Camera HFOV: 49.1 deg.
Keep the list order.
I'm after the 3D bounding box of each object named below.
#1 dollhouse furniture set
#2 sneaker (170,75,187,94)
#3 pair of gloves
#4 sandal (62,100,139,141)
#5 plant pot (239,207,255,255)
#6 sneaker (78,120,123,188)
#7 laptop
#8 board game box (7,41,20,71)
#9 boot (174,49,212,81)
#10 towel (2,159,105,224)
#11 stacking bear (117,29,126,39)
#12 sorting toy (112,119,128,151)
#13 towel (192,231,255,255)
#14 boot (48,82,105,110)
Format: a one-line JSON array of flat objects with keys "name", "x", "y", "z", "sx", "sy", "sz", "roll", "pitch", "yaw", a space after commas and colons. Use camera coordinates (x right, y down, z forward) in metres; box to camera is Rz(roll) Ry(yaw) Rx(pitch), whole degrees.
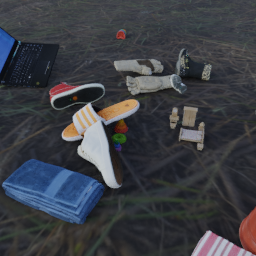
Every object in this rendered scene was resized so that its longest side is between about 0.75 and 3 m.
[{"name": "dollhouse furniture set", "x": 1.712, "y": -0.041, "z": 8.218, "sx": 1.076, "sy": 0.616, "sz": 1.261, "roll": 8, "pitch": 37, "yaw": 11}, {"name": "sneaker", "x": 1.682, "y": -1.571, "z": 9.903, "sx": 0.450, "sy": 1.123, "sz": 0.395, "roll": 37, "pitch": 92, "yaw": 34}, {"name": "pair of gloves", "x": 0.674, "y": -2.105, "z": 11.173, "sx": 2.043, "sy": 0.421, "sz": 2.403, "roll": -10, "pitch": 42, "yaw": -20}, {"name": "sandal", "x": -0.893, "y": -0.473, "z": 8.317, "sx": 2.488, "sy": 0.713, "sz": 0.953, "roll": -26, "pitch": 33, "yaw": -9}, {"name": "plant pot", "x": 2.981, "y": 1.726, "z": 5.170, "sx": 1.450, "sy": 1.410, "sz": 1.450, "roll": 0, "pitch": 37, "yaw": 0}, {"name": "sneaker", "x": -0.752, "y": 0.776, "z": 7.196, "sx": 0.918, "sy": 0.790, "sz": 2.169, "roll": -28, "pitch": 42, "yaw": 6}, {"name": "laptop", "x": -4.385, "y": -2.975, "z": 10.870, "sx": 2.749, "sy": 1.420, "sz": 2.436, "roll": 4, "pitch": 58, "yaw": 4}, {"name": "board game box", "x": -5.487, "y": -3.153, "z": 12.463, "sx": 1.716, "sy": 0.533, "sz": 2.273, "roll": -14, "pitch": 39, "yaw": -19}, {"name": "boot", "x": 2.741, "y": -2.603, "z": 11.632, "sx": 1.426, "sy": 0.681, "sz": 1.888, "roll": 12, "pitch": 44, "yaw": 12}, {"name": "towel", "x": -1.693, "y": 1.360, "z": 6.415, "sx": 2.115, "sy": 0.513, "sz": 1.181, "roll": 14, "pitch": 38, "yaw": 18}, {"name": "stacking bear", "x": -0.304, "y": -5.189, "z": 15.343, "sx": 0.470, "sy": 0.440, "sz": 0.774, "roll": 7, "pitch": 32, "yaw": 9}, {"name": "sorting toy", "x": -0.257, "y": 0.123, "z": 8.154, "sx": 0.436, "sy": 0.433, "sz": 1.258, "roll": 4, "pitch": 36, "yaw": 5}, {"name": "towel", "x": 1.878, "y": 2.684, "z": 4.899, "sx": 1.681, "sy": 0.251, "sz": 1.230, "roll": 23, "pitch": 42, "yaw": 32}, {"name": "boot", "x": -1.877, "y": -1.394, "z": 10.022, "sx": 1.903, "sy": 0.689, "sz": 1.373, "roll": -15, "pitch": 38, "yaw": -14}]
